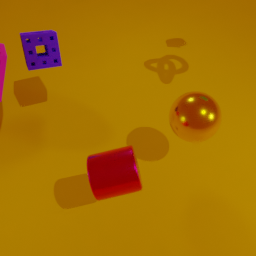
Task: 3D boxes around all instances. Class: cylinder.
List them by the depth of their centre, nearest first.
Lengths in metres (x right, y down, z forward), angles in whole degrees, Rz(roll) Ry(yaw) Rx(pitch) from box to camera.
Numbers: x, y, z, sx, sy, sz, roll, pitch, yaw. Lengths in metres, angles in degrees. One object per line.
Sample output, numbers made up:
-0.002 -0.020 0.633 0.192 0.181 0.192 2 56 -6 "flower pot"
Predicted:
-0.224 0.786 4.932 0.818 0.818 0.818 -14 56 2 "cylinder"

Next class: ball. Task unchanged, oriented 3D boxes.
1.475 -0.242 6.193 1.137 1.137 1.137 0 56 0 "ball"

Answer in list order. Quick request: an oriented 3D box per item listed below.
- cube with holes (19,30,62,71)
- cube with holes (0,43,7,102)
-2.217 -1.994 7.104 0.820 0.820 0.820 -13 26 -18 "cube with holes"
-3.281 -1.303 6.083 1.035 1.035 1.035 5 26 -30 "cube with holes"
